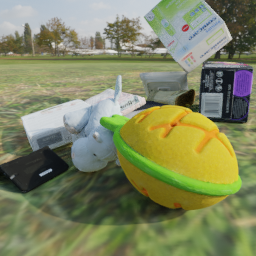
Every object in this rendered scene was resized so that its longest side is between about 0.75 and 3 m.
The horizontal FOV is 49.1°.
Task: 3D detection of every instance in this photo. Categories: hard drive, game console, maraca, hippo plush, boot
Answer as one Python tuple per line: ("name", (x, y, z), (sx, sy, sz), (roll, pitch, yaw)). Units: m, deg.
("hard drive", (0.408, -0.535, 9.537), (2.286, 0.484, 1.542), (-11, 19, -33))
("game console", (-1.929, 0.846, 5.368), (1.029, 0.681, 1.170), (38, 29, 15))
("maraca", (0.577, 0.305, 4.569), (1.873, 1.461, 2.732), (12, 16, -31))
("hippo plush", (-0.425, 0.238, 5.733), (1.810, 1.441, 1.455), (-30, 40, 16))
("boot", (1.886, -1.301, 11.939), (1.545, 0.723, 1.988), (10, 21, 35))

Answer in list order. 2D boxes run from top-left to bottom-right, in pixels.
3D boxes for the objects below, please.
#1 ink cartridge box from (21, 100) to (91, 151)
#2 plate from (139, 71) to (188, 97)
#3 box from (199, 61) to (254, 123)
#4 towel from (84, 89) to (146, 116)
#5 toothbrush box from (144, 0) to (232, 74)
("ink cartridge box", (-1.825, -0.144, 7.528), (1.818, 0.537, 2.271), (-21, 21, -20))
("plate", (1.612, -1.709, 12.180), (1.987, 0.321, 1.983), (2, -26, 17))
("box", (3.452, -1.446, 10.263), (1.590, 1.832, 2.997), (4, 16, 15))
("towel", (-0.876, -0.599, 8.827), (2.189, 0.353, 2.091), (-30, 29, -23))
("toothbrush box", (2.160, -3.774, 10.507), (1.187, 2.008, 2.758), (24, 34, -55))
